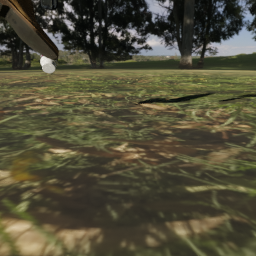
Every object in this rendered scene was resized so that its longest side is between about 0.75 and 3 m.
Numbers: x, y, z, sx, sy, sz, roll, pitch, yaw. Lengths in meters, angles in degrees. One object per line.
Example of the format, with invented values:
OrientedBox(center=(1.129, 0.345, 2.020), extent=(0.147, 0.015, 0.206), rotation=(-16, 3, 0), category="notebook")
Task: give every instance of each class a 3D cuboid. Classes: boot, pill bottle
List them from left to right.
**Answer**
OrientedBox(center=(-2.996, -3.330, 8.415), extent=(1.052, 2.857, 1.078), rotation=(-4, 48, 48), category="boot")
OrientedBox(center=(-2.684, -2.366, 9.579), extent=(0.569, 0.569, 1.022), rotation=(-2, 51, -9), category="pill bottle")

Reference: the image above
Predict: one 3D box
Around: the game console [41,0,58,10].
OrientedBox(center=(-2.016, -3.740, 6.968), extent=(0.870, 1.475, 0.178), rotation=(6, 13, 10), category="game console")
